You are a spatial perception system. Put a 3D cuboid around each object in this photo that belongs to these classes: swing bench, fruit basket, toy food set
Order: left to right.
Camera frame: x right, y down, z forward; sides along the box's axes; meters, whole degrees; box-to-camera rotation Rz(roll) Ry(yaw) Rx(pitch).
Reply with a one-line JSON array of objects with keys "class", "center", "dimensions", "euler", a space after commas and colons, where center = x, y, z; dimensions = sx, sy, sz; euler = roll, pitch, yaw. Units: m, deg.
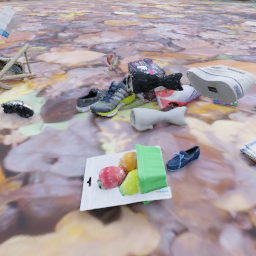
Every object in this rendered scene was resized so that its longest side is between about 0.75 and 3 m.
[{"class": "swing bench", "center": [-7.059, -3.275, 14.856], "dimensions": [2.878, 1.877, 2.893], "euler": [15, 40, 22]}, {"class": "toy food set", "center": [-0.643, -2.400, 10.357], "dimensions": [0.515, 0.811, 0.128], "euler": [26, -20, -29]}, {"class": "fruit basket", "center": [-0.089, 1.442, 8.163], "dimensions": [2.421, 1.135, 2.242], "euler": [-15, 31, 6]}]

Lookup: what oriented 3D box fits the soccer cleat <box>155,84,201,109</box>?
[{"class": "soccer cleat", "center": [2.428, -1.452, 12.868], "dimensions": [2.982, 1.091, 1.017], "euler": [-5, -1, -39]}]

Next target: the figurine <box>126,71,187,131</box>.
[{"class": "figurine", "center": [1.240, -1.098, 11.223], "dimensions": [2.324, 2.382, 1.026], "euler": [-4, -6, -12]}]

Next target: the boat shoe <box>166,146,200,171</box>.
[{"class": "boat shoe", "center": [1.795, 0.927, 9.246], "dimensions": [1.419, 0.487, 0.597], "euler": [-25, 40, -35]}]

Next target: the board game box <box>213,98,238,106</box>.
[{"class": "board game box", "center": [4.717, -1.584, 13.518], "dimensions": [1.058, 0.269, 1.564], "euler": [9, 33, 15]}]

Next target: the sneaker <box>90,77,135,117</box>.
[{"class": "sneaker", "center": [-0.682, -1.439, 12.412], "dimensions": [1.078, 1.181, 2.917], "euler": [17, 36, 26]}]

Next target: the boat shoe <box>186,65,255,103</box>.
[{"class": "boat shoe", "center": [2.979, -1.639, 9.303], "dimensions": [0.959, 1.050, 2.918], "euler": [-33, 20, -5]}]

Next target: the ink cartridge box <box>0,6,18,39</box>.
[{"class": "ink cartridge box", "center": [-3.931, -3.411, 9.042], "dimensions": [0.502, 0.873, 0.296], "euler": [32, 1, 16]}]

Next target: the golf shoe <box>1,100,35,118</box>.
[{"class": "golf shoe", "center": [-4.634, -0.927, 12.111], "dimensions": [1.680, 0.653, 0.794], "euler": [14, 34, 19]}]

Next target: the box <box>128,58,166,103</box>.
[{"class": "box", "center": [0.882, -2.334, 13.654], "dimensions": [1.220, 1.405, 2.126], "euler": [-13, 34, -13]}]

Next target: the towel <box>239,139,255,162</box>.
[{"class": "towel", "center": [5.322, 1.034, 8.943], "dimensions": [2.070, 0.335, 2.818], "euler": [-22, 37, -15]}]

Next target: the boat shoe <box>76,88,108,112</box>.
[{"class": "boat shoe", "center": [-1.577, -1.475, 12.908], "dimensions": [0.764, 0.724, 2.186], "euler": [22, 38, 31]}]
